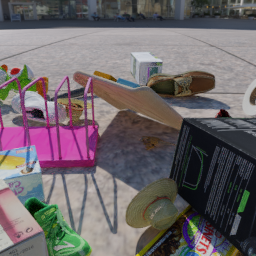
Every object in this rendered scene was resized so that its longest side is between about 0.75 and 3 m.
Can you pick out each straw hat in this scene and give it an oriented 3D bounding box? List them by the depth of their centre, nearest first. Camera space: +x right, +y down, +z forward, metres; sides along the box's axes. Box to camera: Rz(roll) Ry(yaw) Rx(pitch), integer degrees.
[{"bbox_3d":[0.508,1.322,4.361,1.042,1.042,0.441,-14,32,-29],"label":"straw hat"},{"bbox_3d":[-1.730,-0.535,8.954,1.309,0.554,1.309,10,13,-3],"label":"straw hat"}]

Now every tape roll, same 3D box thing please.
[{"bbox_3d":[3.029,-0.731,6.363,0.191,1.046,1.046,20,21,-13],"label":"tape roll"}]

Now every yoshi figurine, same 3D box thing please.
[{"bbox_3d":[-4.536,-1.540,10.901,2.676,1.504,1.499,9,62,-15],"label":"yoshi figurine"}]

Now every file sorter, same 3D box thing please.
[{"bbox_3d":[-2.236,-0.282,6.932,2.822,1.770,1.961,-1,23,-2],"label":"file sorter"}]

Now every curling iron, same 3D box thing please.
[{"bbox_3d":[-1.796,-1.502,11.501,2.977,0.380,0.738,-27,14,-38],"label":"curling iron"}]

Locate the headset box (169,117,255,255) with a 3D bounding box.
[{"bbox_3d":[2.549,0.916,4.284,2.551,1.359,2.930,-2,22,-29],"label":"headset box"}]

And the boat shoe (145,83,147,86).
[{"bbox_3d":[1.286,-1.835,12.231,1.109,0.401,0.402,2,27,30],"label":"boat shoe"}]

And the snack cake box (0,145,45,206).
[{"bbox_3d":[-2.690,1.029,5.316,1.999,0.672,1.149,-10,25,-20],"label":"snack cake box"}]

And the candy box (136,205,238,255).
[{"bbox_3d":[1.081,1.723,4.256,1.007,0.260,1.970,24,33,35],"label":"candy box"}]

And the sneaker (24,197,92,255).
[{"bbox_3d":[-1.166,1.532,4.206,1.517,0.634,0.562,18,34,38],"label":"sneaker"}]

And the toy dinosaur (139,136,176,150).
[{"bbox_3d":[0.754,0.346,7.293,1.133,0.342,0.602,15,27,29],"label":"toy dinosaur"}]

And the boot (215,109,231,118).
[{"bbox_3d":[2.112,-0.051,7.188,0.575,1.145,1.587,-12,26,-25],"label":"boot"}]

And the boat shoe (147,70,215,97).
[{"bbox_3d":[2.061,-1.640,11.146,2.711,1.025,1.001,-2,28,16],"label":"boat shoe"}]

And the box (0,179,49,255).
[{"bbox_3d":[-1.784,1.531,3.812,0.830,0.974,1.524,-19,30,-36],"label":"box"}]

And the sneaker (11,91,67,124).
[{"bbox_3d":[-3.046,-0.618,8.772,2.203,0.829,0.975,15,21,27],"label":"sneaker"}]

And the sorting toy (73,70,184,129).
[{"bbox_3d":[0.106,-0.885,8.165,2.796,0.510,2.588,20,-7,41],"label":"sorting toy"}]

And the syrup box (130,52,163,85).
[{"bbox_3d":[0.856,-3.011,13.929,1.132,1.095,2.780,-4,24,-8],"label":"syrup box"}]
